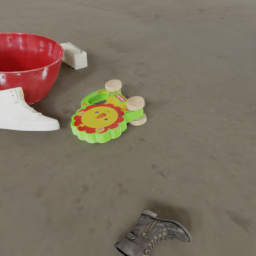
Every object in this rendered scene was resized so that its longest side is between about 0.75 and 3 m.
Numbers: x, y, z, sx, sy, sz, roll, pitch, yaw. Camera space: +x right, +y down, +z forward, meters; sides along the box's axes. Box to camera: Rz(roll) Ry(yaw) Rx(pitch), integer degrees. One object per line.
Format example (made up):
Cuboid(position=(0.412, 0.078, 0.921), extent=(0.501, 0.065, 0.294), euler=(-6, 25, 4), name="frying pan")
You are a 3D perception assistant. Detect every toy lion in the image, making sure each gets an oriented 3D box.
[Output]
Cuboid(position=(-0.647, -0.404, 7.459), extent=(1.930, 0.691, 2.014), euler=(-23, 39, -19), name="toy lion")

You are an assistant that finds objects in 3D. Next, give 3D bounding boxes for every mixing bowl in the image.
Cuboid(position=(-3.297, -1.598, 8.222), extent=(2.784, 1.508, 2.784), euler=(5, 36, -4), name="mixing bowl")

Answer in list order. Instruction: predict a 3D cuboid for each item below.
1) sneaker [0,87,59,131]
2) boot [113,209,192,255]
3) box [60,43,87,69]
Cuboid(position=(-2.584, -0.481, 6.939), extent=(1.820, 1.052, 0.670), euler=(6, 3, 0), name="sneaker")
Cuboid(position=(0.384, 1.800, 4.376), extent=(1.006, 0.348, 0.876), euler=(16, 42, 29), name="boot")
Cuboid(position=(-2.197, -2.874, 11.084), extent=(0.522, 0.627, 1.527), euler=(-21, 40, -28), name="box")
